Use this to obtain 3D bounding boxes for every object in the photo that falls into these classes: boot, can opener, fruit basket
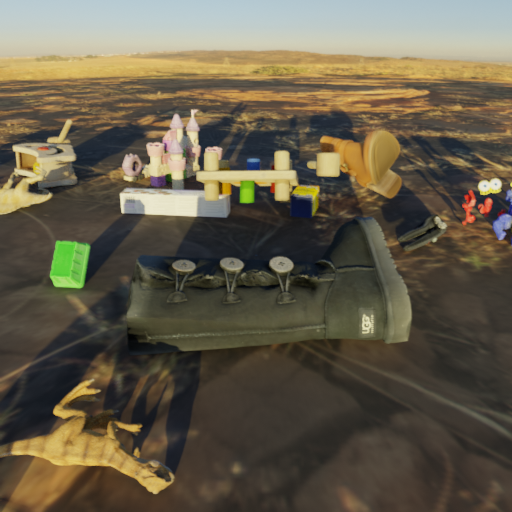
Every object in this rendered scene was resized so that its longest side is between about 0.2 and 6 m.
[{"bbox_3d":[0.089,0.325,8.288,3.642,1.195,3.002,-4,21,1],"label":"boot"},{"bbox_3d":[3.255,-0.404,10.937,1.494,0.587,0.473,-28,74,-44],"label":"can opener"},{"bbox_3d":[2.359,-2.444,13.093,1.974,0.975,2.543,38,2,28],"label":"boot"},{"bbox_3d":[-3.071,0.159,9.278,0.593,0.822,0.822,3,23,7],"label":"fruit basket"}]

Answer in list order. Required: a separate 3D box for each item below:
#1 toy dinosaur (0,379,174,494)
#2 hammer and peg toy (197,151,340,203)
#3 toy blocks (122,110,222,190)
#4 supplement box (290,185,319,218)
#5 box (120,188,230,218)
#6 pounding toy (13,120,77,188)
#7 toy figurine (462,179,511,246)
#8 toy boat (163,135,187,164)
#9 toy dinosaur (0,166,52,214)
[{"bbox_3d":[-1.821,1.763,5.307,2.133,0.644,1.133,1,24,4],"label":"toy dinosaur"},{"bbox_3d":[0.315,-1.644,12.130,2.889,1.019,2.125,0,4,5],"label":"hammer and peg toy"},{"bbox_3d":[-2.289,-2.939,15.151,2.124,1.788,1.985,15,27,32],"label":"toy blocks"},{"bbox_3d":[1.109,-1.248,12.738,0.502,0.505,0.923,6,23,14],"label":"supplement box"},{"bbox_3d":[-1.825,-1.204,12.654,2.453,0.508,0.475,2,23,7],"label":"box"},{"bbox_3d":[-5.833,-2.928,15.389,1.571,1.576,2.748,-4,22,-22],"label":"pounding toy"},{"bbox_3d":[5.458,-0.555,10.960,2.499,1.318,1.497,-2,51,2],"label":"toy figurine"},{"bbox_3d":[-2.253,-3.229,17.368,0.888,0.886,1.358,21,7,-37],"label":"toy boat"},{"bbox_3d":[-5.438,-1.383,13.063,2.888,0.840,1.460,1,37,22],"label":"toy dinosaur"}]
